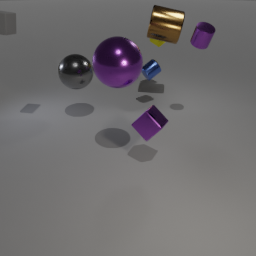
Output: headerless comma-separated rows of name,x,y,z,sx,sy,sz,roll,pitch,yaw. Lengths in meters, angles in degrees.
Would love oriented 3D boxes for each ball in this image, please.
ball,-2.088,-2.248,11.238,1.400,1.400,1.400,0,28,0
ball,-0.287,-1.802,7.752,1.400,1.400,1.400,0,28,0

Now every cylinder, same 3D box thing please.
cylinder,1.660,-4.591,12.462,1.400,1.400,1.400,13,29,0
cylinder,2.704,-3.345,10.146,0.700,0.700,0.700,6,52,-8
cylinder,1.035,-2.645,12.738,0.700,0.700,0.700,-38,36,-3

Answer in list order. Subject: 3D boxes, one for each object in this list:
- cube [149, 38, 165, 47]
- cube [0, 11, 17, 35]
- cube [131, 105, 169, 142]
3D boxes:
cube,1.534,-4.642,14.037,0.700,0.700,0.700,-40,58,-12
cube,-4.288,-3.580,9.504,0.700,0.700,0.700,10,24,4
cube,0.669,-0.154,8.463,0.700,0.700,0.700,48,33,1
